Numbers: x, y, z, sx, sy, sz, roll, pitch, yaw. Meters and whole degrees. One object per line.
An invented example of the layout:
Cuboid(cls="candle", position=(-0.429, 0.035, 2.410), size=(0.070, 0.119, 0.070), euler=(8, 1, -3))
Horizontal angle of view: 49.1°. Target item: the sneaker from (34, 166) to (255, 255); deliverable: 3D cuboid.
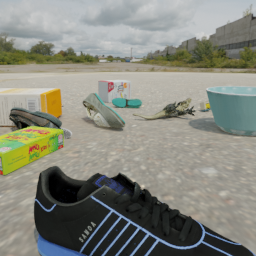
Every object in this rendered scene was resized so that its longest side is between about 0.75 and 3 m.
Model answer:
Cuboid(cls="sneaker", position=(0.060, 1.010, 2.885), size=(2.482, 0.967, 0.870), euler=(5, 14, 19))

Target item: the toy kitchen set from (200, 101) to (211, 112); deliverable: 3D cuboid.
Cuboid(cls="toy kitchen set", position=(3.805, -0.884, 11.624), size=(0.987, 0.726, 1.232), euler=(-12, -2, -39))

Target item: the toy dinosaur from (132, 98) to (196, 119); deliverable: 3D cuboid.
Cuboid(cls="toy dinosaur", position=(1.664, -0.657, 10.406), size=(2.828, 0.671, 1.246), euler=(-14, 7, -35))

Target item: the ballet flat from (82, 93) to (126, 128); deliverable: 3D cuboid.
Cuboid(cls="ballet flat", position=(-0.874, -0.445, 9.293), size=(0.761, 0.805, 2.389), euler=(-41, 39, -4))

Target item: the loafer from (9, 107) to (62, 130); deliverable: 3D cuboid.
Cuboid(cls="loafer", position=(-2.836, -0.111, 8.012), size=(2.228, 0.701, 0.800), euler=(8, -25, 39))

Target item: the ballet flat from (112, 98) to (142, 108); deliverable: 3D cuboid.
Cuboid(cls="ballet flat", position=(-0.032, -1.102, 12.750), size=(1.404, 0.473, 0.494), euler=(3, -10, 13))

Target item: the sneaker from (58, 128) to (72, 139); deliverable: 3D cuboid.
Cuboid(cls="sneaker", position=(-1.902, 0.104, 7.958), size=(0.814, 0.304, 0.334), euler=(6, 15, 26))

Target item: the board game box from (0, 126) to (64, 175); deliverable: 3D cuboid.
Cuboid(cls="board game box", position=(-2.422, 0.422, 6.311), size=(0.991, 0.464, 1.951), euler=(5, 15, 21))

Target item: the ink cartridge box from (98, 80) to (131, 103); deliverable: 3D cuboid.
Cuboid(cls="ink cartridge box", position=(-0.678, -1.943, 14.648), size=(1.452, 1.055, 1.050), euler=(-10, 17, -35))

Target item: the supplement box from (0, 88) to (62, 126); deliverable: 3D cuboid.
Cuboid(cls="supplement box", position=(-4.029, -0.772, 9.813), size=(2.982, 1.096, 1.879), euler=(1, 14, 2))

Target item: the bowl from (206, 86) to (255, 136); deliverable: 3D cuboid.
Cuboid(cls="bowl", position=(3.605, -0.540, 8.540), size=(2.428, 1.270, 2.428), euler=(-1, 14, 0))

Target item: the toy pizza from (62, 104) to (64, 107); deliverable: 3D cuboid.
Cuboid(cls="toy pizza", position=(-3.489, -1.077, 13.035), size=(0.986, 0.156, 0.986), euler=(-1, 14, 0))
